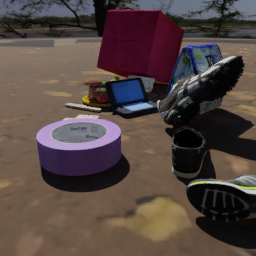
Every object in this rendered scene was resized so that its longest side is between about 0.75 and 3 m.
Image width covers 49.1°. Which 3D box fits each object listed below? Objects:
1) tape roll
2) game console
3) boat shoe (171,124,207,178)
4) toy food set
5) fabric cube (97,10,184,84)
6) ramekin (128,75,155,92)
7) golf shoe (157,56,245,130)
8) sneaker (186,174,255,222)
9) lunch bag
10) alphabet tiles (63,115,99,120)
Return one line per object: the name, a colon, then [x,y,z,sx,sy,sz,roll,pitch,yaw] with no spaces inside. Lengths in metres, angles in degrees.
tape roll: [-1.051,0.346,6.185,1.808,0.593,1.808,1,22,0]
game console: [0.188,-1.077,9.348,1.553,0.919,1.325,-14,25,-30]
boat shoe: [1.378,0.308,6.228,0.774,0.663,2.116,5,21,15]
toy food set: [-0.840,-1.406,10.214,1.582,0.878,2.688,14,26,32]
fabric cube: [0.603,-3.554,12.492,2.625,2.633,2.583,15,6,33]
ramekin: [0.518,-1.805,11.420,1.088,0.571,1.088,7,10,-1]
golf shoe: [1.885,-1.160,7.604,2.645,1.028,1.250,-39,45,0]
sneaker: [1.769,1.066,4.473,1.742,0.644,0.705,7,15,-3]
lunch bag: [2.262,-1.570,8.939,1.353,2.124,1.806,19,27,40]
alphabet tiles: [-1.337,-0.123,8.036,1.332,0.099,1.362,5,22,11]
